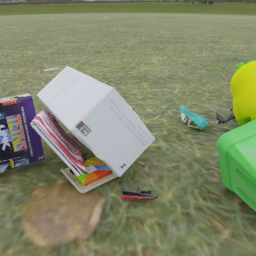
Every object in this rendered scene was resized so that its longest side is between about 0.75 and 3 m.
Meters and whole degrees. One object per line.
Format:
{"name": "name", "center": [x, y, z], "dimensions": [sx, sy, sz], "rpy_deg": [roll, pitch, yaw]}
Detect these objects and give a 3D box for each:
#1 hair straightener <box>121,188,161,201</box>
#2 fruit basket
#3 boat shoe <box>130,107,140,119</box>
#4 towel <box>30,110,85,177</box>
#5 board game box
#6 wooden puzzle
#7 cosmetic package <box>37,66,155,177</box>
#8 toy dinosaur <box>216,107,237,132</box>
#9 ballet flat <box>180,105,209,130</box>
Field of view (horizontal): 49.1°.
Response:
{"name": "hair straightener", "center": [0.251, 1.262, 5.459], "dimensions": [0.759, 0.155, 0.292], "rpy_deg": [-3, 40, 5]}
{"name": "fruit basket", "center": [2.788, 0.018, 5.211], "dimensions": [2.718, 1.960, 2.718], "rpy_deg": [-13, 46, 14]}
{"name": "boat shoe", "center": [0.071, -0.238, 8.079], "dimensions": [0.441, 0.532, 1.482], "rpy_deg": [-31, 26, -2]}
{"name": "towel", "center": [-1.419, 0.225, 5.887], "dimensions": [0.217, 1.372, 1.905], "rpy_deg": [-41, 14, -3]}
{"name": "board game box", "center": [-2.556, 0.130, 5.985], "dimensions": [1.250, 1.512, 0.429], "rpy_deg": [-16, 25, -26]}
{"name": "wooden puzzle", "center": [-0.808, 0.948, 6.135], "dimensions": [1.056, 0.197, 0.977], "rpy_deg": [-17, 30, -32]}
{"name": "cosmetic package", "center": [-0.882, -0.301, 6.480], "dimensions": [1.176, 1.635, 2.898], "rpy_deg": [-47, 36, -8]}
{"name": "toy dinosaur", "center": [3.199, -0.187, 7.653], "dimensions": [1.229, 0.662, 2.790], "rpy_deg": [-18, 17, 5]}
{"name": "ballet flat", "center": [1.854, -0.291, 8.346], "dimensions": [0.439, 0.420, 1.248], "rpy_deg": [-51, 39, 1]}
